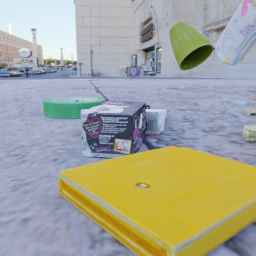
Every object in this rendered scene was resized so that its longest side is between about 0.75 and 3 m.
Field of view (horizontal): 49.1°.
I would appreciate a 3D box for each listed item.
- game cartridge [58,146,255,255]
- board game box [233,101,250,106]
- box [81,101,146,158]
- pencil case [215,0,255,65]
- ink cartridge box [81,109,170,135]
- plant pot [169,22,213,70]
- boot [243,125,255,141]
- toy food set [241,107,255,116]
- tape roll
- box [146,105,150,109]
[{"bbox_3d":[0.708,0.881,4.233,2.722,0.442,2.399,-7,14,-38],"label":"game cartridge"},{"bbox_3d":[5.680,-1.232,14.057,0.597,0.144,0.789,10,16,37],"label":"board game box"},{"bbox_3d":[-0.274,-0.041,6.734,1.202,1.043,1.819,3,13,12],"label":"box"},{"bbox_3d":[3.678,-3.056,8.577,1.095,1.195,2.634,-7,-19,-10],"label":"pencil case"},{"bbox_3d":[0.062,-0.289,9.218,2.355,0.728,2.903,3,3,15],"label":"ink cartridge box"},{"bbox_3d":[2.379,-3.446,11.364,1.508,1.612,1.508,-23,-20,-9],"label":"plant pot"},{"bbox_3d":[3.425,0.190,6.993,1.039,0.486,1.336,5,12,19],"label":"boot"},{"bbox_3d":[5.127,-0.630,11.291,0.879,0.265,0.630,-2,25,-5],"label":"toy food set"},{"bbox_3d":[-2.181,-0.897,11.549,2.530,0.608,2.530,-1,13,0],"label":"tape roll"},{"bbox_3d":[0.105,-0.831,11.946,1.335,0.291,1.070,-11,17,-41],"label":"box"}]
